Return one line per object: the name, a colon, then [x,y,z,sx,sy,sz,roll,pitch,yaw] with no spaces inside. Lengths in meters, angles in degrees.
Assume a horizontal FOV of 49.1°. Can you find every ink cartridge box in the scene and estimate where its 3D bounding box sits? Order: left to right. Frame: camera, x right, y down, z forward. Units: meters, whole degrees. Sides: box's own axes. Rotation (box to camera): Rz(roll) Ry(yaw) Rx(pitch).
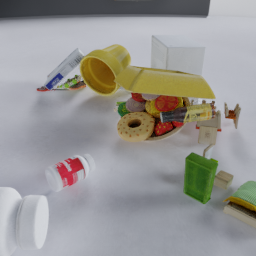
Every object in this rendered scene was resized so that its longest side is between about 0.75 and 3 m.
ink cartridge box: [-3.332,-3.161,14.793,2.483,0.505,2.488,-42,23,6]

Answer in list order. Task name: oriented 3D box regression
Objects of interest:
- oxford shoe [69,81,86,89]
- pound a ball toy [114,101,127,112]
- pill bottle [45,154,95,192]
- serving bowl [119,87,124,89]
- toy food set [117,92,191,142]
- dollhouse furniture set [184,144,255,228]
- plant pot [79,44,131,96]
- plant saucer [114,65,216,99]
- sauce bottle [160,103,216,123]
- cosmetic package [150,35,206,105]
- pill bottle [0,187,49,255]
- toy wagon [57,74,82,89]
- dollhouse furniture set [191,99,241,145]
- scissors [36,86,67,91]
oxford shoe: [-2.713,-2.328,14.957,1.064,0.388,0.379,-25,37,-38]
pound a ball toy: [-0.256,-0.915,12.486,0.770,0.327,0.502,-2,54,-4]
pill bottle: [-1.610,1.222,7.971,1.297,0.728,0.728,-23,36,-35]
serving bowl: [-0.547,-2.909,15.644,2.360,0.776,2.360,1,28,0]
toy food set: [0.932,-0.675,10.493,2.803,0.682,2.774,-11,49,14]
dollhouse furniture set: [2.851,1.369,7.181,2.390,1.199,1.566,24,36,37]
plant pot: [-0.939,-3.066,13.949,2.210,2.210,2.079,15,46,26]
plant saucer: [1.169,-1.682,9.805,2.924,0.708,2.923,3,16,-13]
sauce bottle: [1.974,-0.455,9.307,1.770,0.584,0.584,-9,28,0]
cosmetic package: [2.131,-2.647,12.964,1.733,2.819,2.810,-4,29,-7]
pill bottle: [-3.081,1.971,5.809,2.607,1.461,1.461,0,28,-2]
toy wagon: [-3.113,-2.400,14.837,1.385,0.274,1.075,-25,24,9]
dollhouse furniture set: [3.043,-0.296,10.754,2.298,1.184,2.274,7,18,13]
scissors: [-3.956,-1.977,14.636,1.696,0.118,0.620,10,27,16]
